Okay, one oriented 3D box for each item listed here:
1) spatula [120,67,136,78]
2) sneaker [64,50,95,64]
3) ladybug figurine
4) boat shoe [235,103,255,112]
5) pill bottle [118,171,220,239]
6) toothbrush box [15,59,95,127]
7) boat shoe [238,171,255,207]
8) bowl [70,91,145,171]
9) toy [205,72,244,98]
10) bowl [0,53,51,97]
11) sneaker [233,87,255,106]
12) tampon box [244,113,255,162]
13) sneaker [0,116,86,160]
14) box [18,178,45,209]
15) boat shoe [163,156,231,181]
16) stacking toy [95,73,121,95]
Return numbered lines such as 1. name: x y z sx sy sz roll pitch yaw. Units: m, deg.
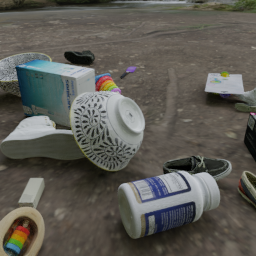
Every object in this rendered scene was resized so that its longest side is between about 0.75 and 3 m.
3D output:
1. spatula: -0.049 -3.243 16.362 0.510 0.185 1.804 10 31 20
2. sneaker: -3.124 -4.720 18.461 2.030 0.776 1.163 8 28 9
3. ladybug figurine: -2.311 2.322 5.696 0.537 1.013 1.493 -35 18 34
4. boat shoe: 5.035 -0.887 11.980 0.944 0.339 0.319 10 26 8
5. pill bottle: 0.945 1.670 6.453 2.159 1.199 1.199 -9 30 -17
6. toothbrush box: -2.764 -1.367 10.982 2.887 2.113 1.231 14 32 25
7. boat shoe: 3.485 1.778 6.913 0.647 0.568 1.817 -12 32 -23
8. bowl: -0.314 -0.151 8.102 1.194 2.545 2.545 -28 13 33
9. toy: 4.650 -1.974 13.570 1.648 0.676 2.862 6 32 17
10. bowl: -4.956 -2.372 13.371 2.893 1.358 2.893 -3 39 2
11. sneaker: 5.497 -1.528 12.398 0.577 0.906 1.567 5 22 -43
12. tampon box: 4.899 0.308 8.970 1.798 1.135 1.348 1 29 2
13. sneaker: -2.456 0.172 9.278 2.950 1.087 1.705 1 32 4
14. box: -2.484 1.715 7.268 0.389 0.323 0.946 1 29 2
15. boat shoe: 1.905 1.104 7.743 1.883 0.600 0.666 -9 42 6
16. stacking toy: -0.734 -1.625 12.827 1.033 1.092 1.882 -21 47 -35
